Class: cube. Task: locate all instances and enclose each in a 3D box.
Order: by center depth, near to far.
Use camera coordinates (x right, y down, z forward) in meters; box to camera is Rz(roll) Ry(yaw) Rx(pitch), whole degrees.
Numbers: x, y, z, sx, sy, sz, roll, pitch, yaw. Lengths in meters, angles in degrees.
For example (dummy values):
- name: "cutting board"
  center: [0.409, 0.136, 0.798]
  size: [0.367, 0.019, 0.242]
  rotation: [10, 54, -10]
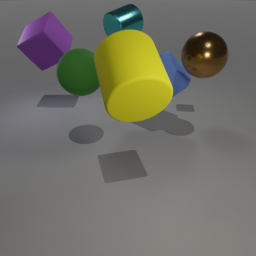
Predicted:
- name: "cube"
  center: [1.303, -1.814, 10.363]
  size: [1.400, 1.400, 1.400]
  rotation: [-36, 6, 26]
- name: "cube"
  center: [-3.250, -3.428, 11.147]
  size: [1.400, 1.400, 1.400]
  rotation: [-18, 48, 24]

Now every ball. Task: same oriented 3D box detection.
- name: "ball"
  center: [-1.422, -1.662, 8.396]
  size: [1.400, 1.400, 1.400]
  rotation: [0, 28, 0]
- name: "ball"
  center: [2.337, -2.222, 8.580]
  size: [1.400, 1.400, 1.400]
  rotation: [0, 28, 0]

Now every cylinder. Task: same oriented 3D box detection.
- name: "cylinder"
  center: [0.077, -1.076, 5.932]
  size: [1.400, 1.400, 1.400]
  rotation: [-7, 57, -13]
- name: "cylinder"
  center: [-0.225, -4.929, 13.207]
  size: [1.400, 1.400, 1.400]
  rotation: [-34, 42, -27]
